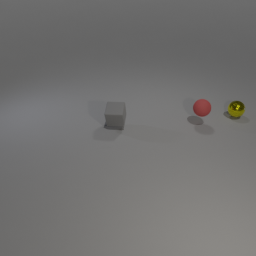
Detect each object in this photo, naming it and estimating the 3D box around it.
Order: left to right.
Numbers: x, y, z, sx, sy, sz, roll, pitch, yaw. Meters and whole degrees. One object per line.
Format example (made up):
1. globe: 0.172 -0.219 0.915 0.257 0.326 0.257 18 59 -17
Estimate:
1. cube: -0.473 -0.535 10.861 0.700 0.700 0.700 2 51 8
2. ball: 2.915 -0.792 11.018 0.700 0.700 0.700 0 31 0
3. ball: 4.551 -0.800 11.758 0.700 0.700 0.700 0 31 0
